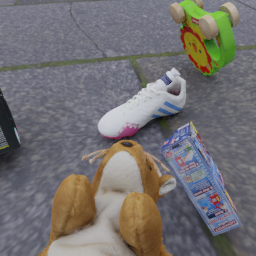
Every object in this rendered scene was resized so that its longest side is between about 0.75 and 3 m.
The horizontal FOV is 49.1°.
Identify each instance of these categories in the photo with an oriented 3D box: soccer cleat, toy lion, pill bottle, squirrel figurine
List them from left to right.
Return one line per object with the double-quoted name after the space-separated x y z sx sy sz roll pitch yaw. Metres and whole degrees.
-0.176 1.697 3.906 2.078 2.936 2.740 -2 35 14 "squirrel figurine"
0.446 -0.702 7.923 2.969 1.282 1.037 -23 47 -29 "soccer cleat"
1.356 -1.616 9.423 0.441 0.795 0.441 32 32 -23 "pill bottle"
2.609 -2.918 9.544 1.012 2.826 2.949 -31 39 -2 "toy lion"

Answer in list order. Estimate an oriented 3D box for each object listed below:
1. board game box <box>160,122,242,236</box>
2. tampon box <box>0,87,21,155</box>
1.436 0.938 5.466 0.592 1.917 1.918 -29 1 16 "board game box"
-3.565 -0.413 6.650 1.315 2.083 1.561 -21 20 -17 "tampon box"
